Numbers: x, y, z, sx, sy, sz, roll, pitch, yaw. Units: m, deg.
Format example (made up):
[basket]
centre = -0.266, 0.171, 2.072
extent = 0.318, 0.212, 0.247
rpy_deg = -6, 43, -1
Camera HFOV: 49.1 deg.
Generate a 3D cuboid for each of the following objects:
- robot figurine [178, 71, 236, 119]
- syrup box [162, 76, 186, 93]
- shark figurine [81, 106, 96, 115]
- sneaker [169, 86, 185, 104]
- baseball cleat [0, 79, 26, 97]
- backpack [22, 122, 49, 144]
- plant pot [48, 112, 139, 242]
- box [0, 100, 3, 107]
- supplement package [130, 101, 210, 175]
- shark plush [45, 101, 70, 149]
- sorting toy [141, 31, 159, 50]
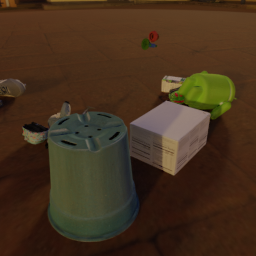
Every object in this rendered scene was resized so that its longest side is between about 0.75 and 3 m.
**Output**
[robot figurine]
centre = 3.442, -1.543, 11.898
extent = 2.565, 1.484, 2.251
rpy_deg = -4, 50, -28
[syrup box]
centre = 2.609, -2.144, 14.207
extent = 1.700, 0.692, 0.669
rpy_deg = 11, 32, 21
[shark figurine]
centre = -1.731, -0.423, 11.363
extent = 0.433, 1.037, 0.620
rpy_deg = 35, -7, -12
[sneaker]
centre = 3.072, -1.757, 13.282
extent = 2.439, 0.936, 1.022
rpy_deg = -6, 34, -13
[baseball cleat]
centre = -6.301, -1.737, 13.441
extent = 2.789, 0.973, 1.485
rpy_deg = 4, 36, 24
[backpack]
centre = -3.275, 0.198, 10.024
extent = 0.868, 0.654, 0.771
rpy_deg = 14, 20, 31
[plant pot]
centre = -0.899, 1.018, 6.876
extent = 2.413, 2.364, 2.413
rpy_deg = 0, 30, 0
[box]
centre = -6.325, -0.984, 12.557
extent = 0.851, 0.275, 1.079
rpy_deg = 8, 30, 16
[supplement package]
centre = 1.409, 0.208, 9.414
extent = 1.778, 1.266, 2.283
rpy_deg = 21, 35, 32
[shark plush]
centre = -2.337, 0.458, 9.886
extent = 1.228, 1.339, 2.948
rpy_deg = -19, 50, 6
[sorting toy]
centre = 1.185, -4.290, 13.938
extent = 0.465, 1.132, 0.680
rpy_deg = -5, 68, -38
